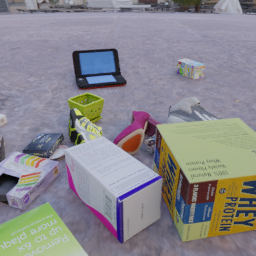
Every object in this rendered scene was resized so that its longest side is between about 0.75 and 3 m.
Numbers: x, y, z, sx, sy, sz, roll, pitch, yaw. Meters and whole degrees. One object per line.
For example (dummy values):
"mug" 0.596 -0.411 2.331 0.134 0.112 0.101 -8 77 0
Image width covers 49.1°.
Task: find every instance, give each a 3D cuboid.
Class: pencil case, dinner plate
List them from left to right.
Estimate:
"dinner plate" -2.135 0.736 8.293 0.785 0.095 0.785 -8 25 4
"pencil case" 1.055 0.301 8.710 0.585 0.509 1.307 45 40 4

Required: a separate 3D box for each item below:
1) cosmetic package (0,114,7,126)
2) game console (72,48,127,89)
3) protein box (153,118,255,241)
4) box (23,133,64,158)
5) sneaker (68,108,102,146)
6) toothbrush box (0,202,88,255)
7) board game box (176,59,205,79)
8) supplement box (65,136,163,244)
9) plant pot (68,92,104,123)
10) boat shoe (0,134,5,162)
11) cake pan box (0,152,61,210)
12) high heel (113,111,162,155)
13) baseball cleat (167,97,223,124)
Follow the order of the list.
"cosmetic package" -4.853 -0.315 10.119 0.799 0.324 0.451 10 29 21
"game console" -1.437 -2.990 13.955 2.408 1.429 2.076 -8 29 -14
"protein box" 1.939 1.002 6.344 2.237 1.520 2.254 -5 28 -9
"box" -2.541 0.512 8.507 0.843 0.273 1.069 -1 28 15
"sneaker" -1.322 0.151 8.853 0.873 0.861 2.284 -6 38 -25
"toothbrush box" -1.346 2.576 3.773 1.983 1.173 2.724 -21 36 -31
"board game box" 3.334 -3.197 15.086 0.734 0.721 1.399 -17 33 -29
"supplement box" -0.400 1.236 6.331 1.165 1.140 2.253 -21 34 -34
"plant pot" -1.506 -0.658 10.161 0.968 0.882 0.972 25 37 37
"boat shoe" -4.135 0.398 8.393 0.791 0.674 2.366 -15 31 -25
"cake pan box" -2.762 1.273 7.048 1.487 0.422 1.615 9 29 21
"high heel" 0.012 0.067 8.760 1.290 0.904 2.683 27 22 25
"baseball cleat" 2.541 -0.417 9.307 2.412 1.284 0.841 6 -14 10
